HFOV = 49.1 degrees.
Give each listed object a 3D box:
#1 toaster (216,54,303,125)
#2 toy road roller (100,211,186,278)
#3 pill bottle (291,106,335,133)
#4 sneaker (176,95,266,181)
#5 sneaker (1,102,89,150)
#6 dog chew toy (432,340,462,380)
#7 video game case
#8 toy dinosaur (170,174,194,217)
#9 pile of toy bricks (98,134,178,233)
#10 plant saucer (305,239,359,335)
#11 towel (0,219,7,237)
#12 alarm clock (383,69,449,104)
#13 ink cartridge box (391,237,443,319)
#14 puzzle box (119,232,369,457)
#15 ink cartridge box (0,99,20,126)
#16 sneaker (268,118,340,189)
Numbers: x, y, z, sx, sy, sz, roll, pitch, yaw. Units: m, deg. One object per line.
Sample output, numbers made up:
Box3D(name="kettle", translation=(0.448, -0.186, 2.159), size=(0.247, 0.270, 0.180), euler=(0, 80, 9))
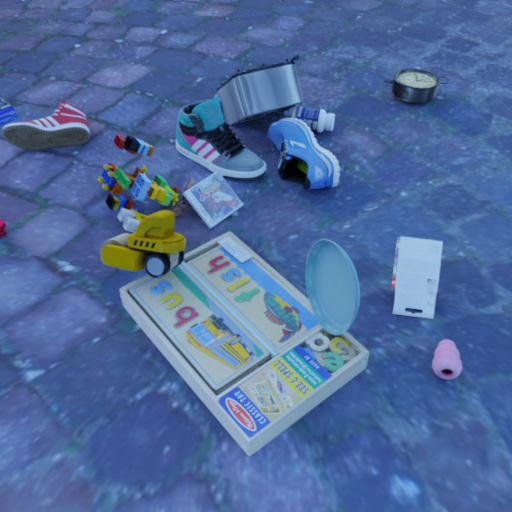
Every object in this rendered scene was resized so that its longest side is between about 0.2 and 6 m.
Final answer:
Box3D(name="toaster", translation=(0.143, -4.375, 14.945), size=(1.825, 1.198, 2.018), euler=(-20, 9, -19))
Box3D(name="toy road roller", translation=(-2.041, -0.305, 10.321), size=(1.516, 1.106, 0.931), euler=(10, 16, 12))
Box3D(name="pill bottle", translation=(1.528, -3.652, 15.060), size=(1.103, 0.612, 0.612), euler=(10, 45, 11))
Box3D(name="sneaker", translation=(-0.908, -3.007, 13.639), size=(2.731, 1.649, 1.142), euler=(27, 50, 25))
Box3D(name="sneaker", translation=(-5.501, -3.445, 14.737), size=(2.137, 0.761, 1.202), euler=(-3, 48, -14))
Box3D(name="dog chew toy", translation=(3.274, 1.742, 9.605), size=(0.482, 0.482, 0.773), euler=(11, 37, 12))
Box3D(name="video game case", translation=(-0.947, -1.266, 12.556), size=(1.073, 0.123, 0.977), euler=(-39, 92, -34))
Box3D(name="toy dinosaur", translation=(-1.545, -1.356, 12.571), size=(0.454, 1.059, 0.717), euler=(4, -3, 39))
Box3D(name="pile of toy bricks", translation=(-2.380, -1.528, 12.510), size=(1.451, 1.631, 2.940), euler=(17, 20, -37))
Box3D(name="plant saucer", translation=(1.286, 0.507, 9.339), size=(0.220, 1.607, 1.607), euler=(-8, 44, -23))
Box3D(name="towel", translation=(-6.709, -0.422, 11.981), size=(1.634, 0.254, 2.260), euler=(34, 54, 31))
Box3D(name="alarm clock", translation=(4.830, -4.992, 16.433), size=(1.931, 0.643, 1.303), euler=(-17, 46, -14))
Box3D(name="ink cartridge box", translation=(3.040, 0.415, 10.702), size=(0.810, 0.374, 1.487), euler=(7, 87, 3))
Box3D(name="puzzle box", translation=(-0.340, 1.275, 10.027), size=(2.647, 0.506, 3.979), euler=(-30, 52, -27))
Box3D(name="ink cartridge box", translation=(-7.386, -4.137, 15.811), size=(1.475, 0.289, 0.733), euler=(32, 52, 27))
Box3D(name="sneaker", translation=(0.925, -2.490, 13.588), size=(1.141, 1.005, 2.559), euler=(-19, 47, -22))
